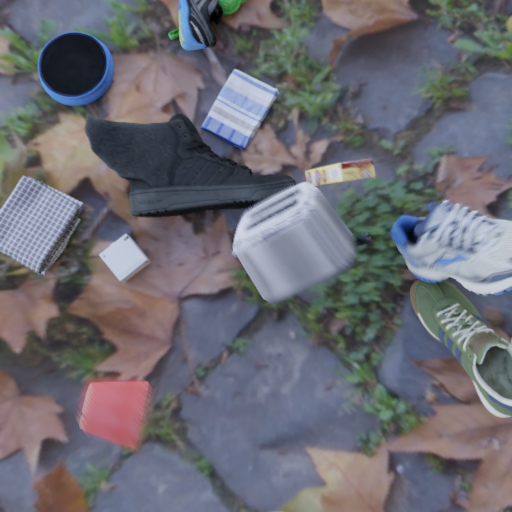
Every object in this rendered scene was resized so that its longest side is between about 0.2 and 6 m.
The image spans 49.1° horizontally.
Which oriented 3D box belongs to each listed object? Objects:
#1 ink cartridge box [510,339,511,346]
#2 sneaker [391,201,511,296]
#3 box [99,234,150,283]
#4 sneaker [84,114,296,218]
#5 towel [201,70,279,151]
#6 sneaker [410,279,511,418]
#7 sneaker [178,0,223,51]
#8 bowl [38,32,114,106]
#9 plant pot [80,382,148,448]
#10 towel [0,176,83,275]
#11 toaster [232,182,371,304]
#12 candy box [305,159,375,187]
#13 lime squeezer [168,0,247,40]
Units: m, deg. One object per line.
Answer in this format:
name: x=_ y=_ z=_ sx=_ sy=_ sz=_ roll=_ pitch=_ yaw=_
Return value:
ink cartridge box: x=5.642 y=1.483 z=11.057 sx=0.905 sy=0.521 sz=1.240 roll=20 pitch=83 yaw=3
sneaker: x=3.496 y=-0.237 z=9.711 sx=1.416 sy=3.325 sz=1.281 roll=45 pitch=72 yaw=-16
box: x=-2.637 y=0.056 z=11.281 sx=0.698 sy=0.459 sz=0.702 roll=-39 pitch=84 yaw=-5
sneaker: x=-1.278 y=-1.919 z=11.161 sx=4.030 sy=1.210 sz=2.102 roll=-6 pitch=87 yaw=3
towel: x=-0.345 y=-3.107 z=11.852 sx=1.117 sy=0.181 sz=1.521 roll=29 pitch=83 yaw=4
sneaker: x=4.108 y=1.565 z=10.430 sx=1.042 sy=1.395 sz=3.108 roll=-31 pitch=75 yaw=-4
sneaker: x=-1.170 y=-5.297 z=11.827 sx=0.918 sy=0.786 sz=2.216 roll=1 pitch=73 yaw=-11
bowl: x=-3.851 y=-4.004 z=11.905 sx=1.593 sy=0.313 sz=1.593 roll=0 pitch=82 yaw=0
plant pot: x=-2.291 y=2.493 z=9.044 sx=0.920 sy=1.040 sz=1.040 roll=12 pitch=82 yaw=-9
towel: x=-4.437 y=-0.646 z=11.249 sx=1.379 sy=0.713 sz=1.666 roll=28 pitch=83 yaw=3
toaster: x=0.699 y=-0.271 z=10.071 sx=2.319 sy=1.317 sz=1.498 roll=-26 pitch=117 yaw=26
candy box: x=1.480 y=-1.473 z=10.039 sx=0.696 sy=1.205 sz=0.333 roll=-11 pitch=96 yaw=-23
lime squeezer: x=-0.541 y=-5.586 z=11.798 sx=3.082 sy=1.088 sz=0.581 roll=-41 pitch=86 yaw=26
